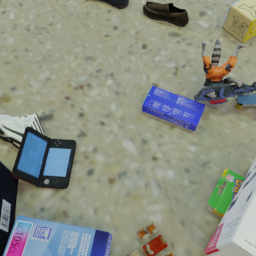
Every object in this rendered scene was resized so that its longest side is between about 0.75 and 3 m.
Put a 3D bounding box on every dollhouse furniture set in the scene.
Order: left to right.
[{"bbox_3d":[0.473,2.833,6.454,0.973,0.507,0.983,-22,62,-25],"label":"dollhouse furniture set"},{"bbox_3d":[4.237,-0.873,8.579,1.560,1.018,1.473,0,30,35],"label":"dollhouse furniture set"}]

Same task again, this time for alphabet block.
[{"bbox_3d":[4.154,-3.846,9.888,1.000,1.005,1.024,-33,66,-16],"label":"alphabet block"}]

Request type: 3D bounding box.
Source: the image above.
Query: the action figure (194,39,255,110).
[{"bbox_3d":[2.791,-1.473,8.090,2.002,1.936,1.047,-3,30,-10],"label":"action figure"}]

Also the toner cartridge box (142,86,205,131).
[{"bbox_3d":[1.351,-0.598,8.392,1.709,0.369,0.812,22,62,12],"label":"toner cartridge box"}]

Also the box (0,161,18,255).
[{"bbox_3d":[-3.860,2.144,6.312,2.175,1.244,2.389,-6,60,-2],"label":"box"}]

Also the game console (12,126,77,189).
[{"bbox_3d":[-2.117,0.764,7.332,1.234,0.850,1.432,3,60,5],"label":"game console"}]

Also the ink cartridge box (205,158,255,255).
[{"bbox_3d":[2.988,1.566,5.784,1.229,2.109,2.914,32,67,17],"label":"ink cartridge box"}]

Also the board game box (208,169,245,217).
[{"bbox_3d":[3.274,2.092,6.873,2.465,0.370,1.178,31,65,14],"label":"board game box"}]

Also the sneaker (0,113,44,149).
[{"bbox_3d":[-3.216,-0.124,8.051,1.834,0.692,1.055,31,56,8],"label":"sneaker"}]

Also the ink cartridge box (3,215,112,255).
[{"bbox_3d":[-1.343,3.014,6.009,2.524,0.964,1.722,9,61,3],"label":"ink cartridge box"}]

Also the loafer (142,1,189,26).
[{"bbox_3d":[1.430,-4.403,10.405,1.834,0.654,0.669,20,62,11],"label":"loafer"}]

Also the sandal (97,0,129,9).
[{"bbox_3d":[-1.023,-5.433,11.082,2.354,0.504,0.895,21,62,12],"label":"sandal"}]
